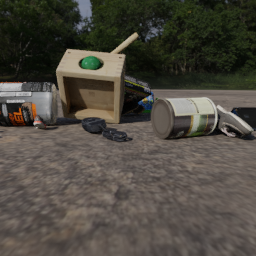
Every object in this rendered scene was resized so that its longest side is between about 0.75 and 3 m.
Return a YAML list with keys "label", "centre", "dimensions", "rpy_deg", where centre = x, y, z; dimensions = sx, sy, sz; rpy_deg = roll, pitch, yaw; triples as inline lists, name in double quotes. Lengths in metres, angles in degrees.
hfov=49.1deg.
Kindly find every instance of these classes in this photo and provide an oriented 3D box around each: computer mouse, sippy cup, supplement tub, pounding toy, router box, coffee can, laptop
- label: "computer mouse"
  centre: [-0.782, 0.096, 8.762]
  dimensions: [0.692, 0.402, 2.359]
  rpy_deg: [-15, 22, -30]
- label: "sippy cup"
  centre: [0.960, -1.418, 15.124]
  dimensions: [1.157, 1.080, 1.473]
  rpy_deg: [3, 11, 22]
- label: "supplement tub"
  centre: [-4.039, -0.903, 10.480]
  dimensions: [2.617, 1.603, 1.603]
  rpy_deg: [-2, 10, -6]
- label: "pounding toy"
  centre: [-1.069, -1.964, 10.715]
  dimensions: [2.654, 2.883, 2.049]
  rpy_deg: [6, 45, 3]
- label: "router box"
  centre: [-0.276, -1.697, 13.012]
  dimensions: [2.255, 0.701, 1.690]
  rpy_deg: [11, -29, -43]
- label: "coffee can"
  centre: [1.684, -0.326, 8.503]
  dimensions: [1.625, 1.189, 1.189]
  rpy_deg: [-4, 11, -24]
- label: "laptop"
  centre: [5.071, -0.156, 10.698]
  dimensions: [2.062, 1.202, 2.327]
  rpy_deg: [0, 35, 3]

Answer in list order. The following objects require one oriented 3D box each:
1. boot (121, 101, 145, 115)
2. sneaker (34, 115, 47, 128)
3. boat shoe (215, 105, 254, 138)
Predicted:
- label: "boot"
  centre: [0.103, -0.883, 13.707]
  dimensions: [1.344, 0.492, 1.012]
  rpy_deg: [-22, -15, 26]
- label: "sneaker"
  centre: [-3.036, -0.224, 9.749]
  dimensions: [0.374, 0.397, 0.969]
  rpy_deg: [-2, -11, -11]
- label: "boat shoe"
  centre: [3.163, -0.075, 8.918]
  dimensions: [0.898, 0.765, 2.685]
  rpy_deg: [37, 12, -5]
